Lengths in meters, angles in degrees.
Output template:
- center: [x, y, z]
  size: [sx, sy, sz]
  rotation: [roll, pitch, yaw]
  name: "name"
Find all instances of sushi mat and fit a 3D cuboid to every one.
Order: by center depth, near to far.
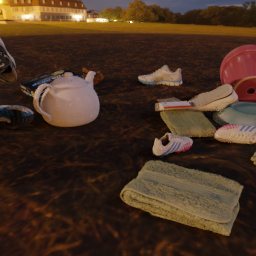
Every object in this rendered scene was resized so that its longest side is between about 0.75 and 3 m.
- center: [2.468, -1.058, 13.452]
  size: [1.107, 0.140, 2.314]
  rotation: [-11, 26, -26]
  name: "sushi mat"

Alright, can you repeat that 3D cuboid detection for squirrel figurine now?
- center: [-2.165, -3.147, 17.476]
  size: [1.366, 0.967, 1.275]
  rotation: [28, 23, 22]
  name: "squirrel figurine"

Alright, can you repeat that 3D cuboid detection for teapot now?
- center: [-2.501, -1.341, 11.835]
  size: [2.651, 1.961, 2.686]
  rotation: [-6, 25, -12]
  name: "teapot"

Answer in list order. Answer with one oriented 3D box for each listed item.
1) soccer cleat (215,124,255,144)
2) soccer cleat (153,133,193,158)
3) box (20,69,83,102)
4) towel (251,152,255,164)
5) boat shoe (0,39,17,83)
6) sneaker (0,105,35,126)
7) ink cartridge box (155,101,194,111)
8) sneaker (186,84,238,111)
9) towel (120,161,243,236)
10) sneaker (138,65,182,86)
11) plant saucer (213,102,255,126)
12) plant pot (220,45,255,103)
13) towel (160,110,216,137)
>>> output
- center: [4.037, 0.245, 9.892]
  size: [1.852, 0.647, 0.800]
  rotation: [-4, 25, -9]
  name: "soccer cleat"
- center: [1.552, 0.459, 9.307]
  size: [1.686, 0.728, 0.589]
  rotation: [-16, 29, -33]
  name: "soccer cleat"
- center: [-4.173, -2.405, 15.385]
  size: [2.801, 0.644, 2.226]
  rotation: [-26, 35, -30]
  name: "box"
- center: [4.599, 0.996, 8.703]
  size: [1.312, 0.239, 0.974]
  rotation: [16, 30, 32]
  name: "towel"
- center: [-4.611, -2.407, 9.867]
  size: [0.979, 0.882, 2.769]
  rotation: [-22, -12, -2]
  name: "boat shoe"
- center: [-4.919, -0.652, 11.741]
  size: [2.299, 0.862, 0.996]
  rotation: [4, 19, 9]
  name: "sneaker"
- center: [2.026, -0.975, 11.936]
  size: [1.297, 0.455, 1.596]
  rotation: [-4, -3, -15]
  name: "ink cartridge box"
- center: [3.599, -1.061, 12.181]
  size: [2.239, 0.901, 0.855]
  rotation: [-16, 42, 37]
  name: "sneaker"
- center: [1.383, 1.583, 7.066]
  size: [2.714, 0.495, 2.014]
  rotation: [11, 25, 24]
  name: "towel"
- center: [1.975, -3.285, 17.204]
  size: [2.731, 1.184, 1.024]
  rotation: [1, 25, 4]
  name: "sneaker"
- center: [5.166, -0.593, 11.891]
  size: [2.994, 0.576, 2.994]
  rotation: [0, 23, 0]
  name: "plant saucer"
- center: [5.936, -2.342, 13.701]
  size: [2.685, 2.685, 2.403]
  rotation: [5, 41, 12]
  name: "plant pot"
- center: [2.361, -0.203, 11.168]
  size: [1.771, 0.435, 2.387]
  rotation: [-2, 23, -7]
  name: "towel"
